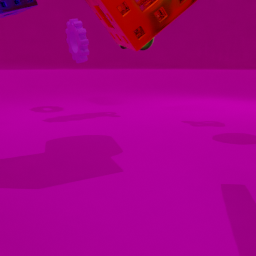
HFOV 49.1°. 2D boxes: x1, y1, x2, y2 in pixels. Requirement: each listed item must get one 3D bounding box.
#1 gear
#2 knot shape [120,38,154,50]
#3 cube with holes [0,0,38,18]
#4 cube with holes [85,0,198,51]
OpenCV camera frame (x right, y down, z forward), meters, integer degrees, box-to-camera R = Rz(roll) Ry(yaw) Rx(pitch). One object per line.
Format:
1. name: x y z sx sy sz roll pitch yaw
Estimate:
1. gear: -1.969 -3.342 10.818 0.296 1.598 1.598 -18 20 -26
2. knot shape: 0.349 -3.193 9.752 1.268 0.586 1.186 -6 44 20
3. cube with holes: -2.216 -2.372 4.864 0.759 0.759 0.759 5 31 42
4. cube with holes: 0.083 -2.374 4.900 1.329 1.329 1.329 -40 28 1
